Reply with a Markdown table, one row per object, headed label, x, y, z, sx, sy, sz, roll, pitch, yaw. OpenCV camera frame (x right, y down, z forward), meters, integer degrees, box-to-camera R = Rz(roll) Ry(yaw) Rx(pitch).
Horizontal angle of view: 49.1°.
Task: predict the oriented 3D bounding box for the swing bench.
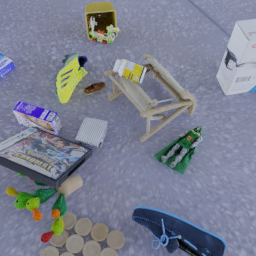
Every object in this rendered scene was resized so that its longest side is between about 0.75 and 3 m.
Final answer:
| label | x | y | z | sx | sy | sz | roll | pitch | yaw |
| --- | --- | --- | --- | --- | --- | --- | --- | --- | --- |
| swing bench | 0.847 | -1.284 | 10.217 | 2.474 | 1.605 | 2.461 | -29 | 59 | -17 |

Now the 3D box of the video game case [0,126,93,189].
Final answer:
| label | x | y | z | sx | sy | sz | roll | pitch | yaw |
| --- | --- | --- | --- | --- | --- | --- | --- | --- | --- |
| video game case | -2.698 | 0.800 | 8.858 | 2.476 | 0.316 | 2.238 | 19 | 24 | 13 |

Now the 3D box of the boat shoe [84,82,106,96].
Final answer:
| label | x | y | z | sx | sy | sz | roll | pitch | yaw |
| --- | --- | --- | --- | --- | --- | --- | --- | --- | --- |
| boat shoe | -1.325 | -1.625 | 11.211 | 0.953 | 0.322 | 0.343 | -27 | 60 | -17 |

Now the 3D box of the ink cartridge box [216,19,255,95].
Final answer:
| label | x | y | z | sx | sy | sz | roll | pitch | yaw |
| --- | --- | --- | --- | --- | --- | --- | --- | --- | --- |
| ink cartridge box | 4.716 | -2.633 | 10.452 | 1.957 | 2.697 | 1.129 | -9 | 56 | -6 |

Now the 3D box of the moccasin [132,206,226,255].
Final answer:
| label | x | y | z | sx | sy | sz | roll | pitch | yaw |
| --- | --- | --- | --- | --- | --- | --- | --- | --- | --- |
| moccasin | 1.309 | 2.946 | 7.559 | 2.661 | 1.071 | 0.907 | 19 | 62 | 11 |

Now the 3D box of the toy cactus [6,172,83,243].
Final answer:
| label | x | y | z | sx | sy | sz | roll | pitch | yaw |
| --- | --- | --- | --- | --- | --- | --- | --- | --- | --- |
| toy cactus | -2.311 | 2.039 | 8.364 | 2.055 | 1.273 | 2.490 | -18 | 44 | -37 |

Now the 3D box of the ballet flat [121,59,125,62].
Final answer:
| label | x | y | z | sx | sy | sz | roll | pitch | yaw |
| --- | --- | --- | --- | --- | --- | --- | --- | --- | --- |
| ballet flat | -0.226 | -2.707 | 11.969 | 0.290 | 0.291 | 0.868 | 10 | 56 | 7 |

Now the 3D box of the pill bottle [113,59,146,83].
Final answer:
| label | x | y | z | sx | sy | sz | roll | pitch | yaw |
| --- | --- | --- | --- | --- | --- | --- | --- | --- | --- |
| pill bottle | 0.055 | -1.938 | 9.443 | 1.031 | 0.578 | 0.578 | 20 | 57 | 0 |

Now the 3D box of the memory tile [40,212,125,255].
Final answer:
| label | x | y | z | sx | sy | sz | roll | pitch | yaw |
| --- | --- | --- | --- | --- | --- | --- | --- | --- | --- |
| memory tile | -1.254 | 3.365 | 7.906 | 2.065 | 0.173 | 1.583 | 17 | 57 | 12 |

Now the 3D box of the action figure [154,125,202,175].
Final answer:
| label | x | y | z | sx | sy | sz | roll | pitch | yaw |
| --- | --- | --- | --- | --- | --- | --- | --- | --- | --- |
| action figure | 1.956 | 0.570 | 9.626 | 1.184 | 0.548 | 2.005 | 34 | 59 | 24 |

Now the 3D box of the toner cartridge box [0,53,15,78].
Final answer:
| label | x | y | z | sx | sy | sz | roll | pitch | yaw |
| --- | --- | --- | --- | --- | --- | --- | --- | --- | --- |
| toner cartridge box | -5.755 | -2.319 | 11.631 | 0.894 | 0.406 | 1.882 | 32 | 61 | 20 |

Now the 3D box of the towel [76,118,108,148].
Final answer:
| label | x | y | z | sx | sy | sz | roll | pitch | yaw |
| --- | --- | --- | --- | --- | --- | --- | --- | --- | --- |
| towel | -1.244 | 0.196 | 9.904 | 0.901 | 0.466 | 1.089 | 12 | 55 | 6 |

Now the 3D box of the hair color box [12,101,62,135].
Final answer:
| label | x | y | z | sx | sy | sz | roll | pitch | yaw |
| --- | --- | --- | --- | --- | --- | --- | --- | --- | --- |
| hair color box | -3.212 | -0.332 | 10.004 | 1.577 | 0.862 | 0.511 | 16 | 56 | 11 |

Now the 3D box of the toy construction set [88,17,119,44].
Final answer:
| label | x | y | z | sx | sy | sz | roll | pitch | yaw |
| --- | --- | --- | --- | --- | --- | --- | --- | --- | --- |
| toy construction set | -1.163 | -4.341 | 12.621 | 1.519 | 0.996 | 0.700 | 25 | 56 | 5 |

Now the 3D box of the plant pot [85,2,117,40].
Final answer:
| label | x | y | z | sx | sy | sz | roll | pitch | yaw |
| --- | --- | --- | --- | --- | --- | --- | --- | --- | --- |
| plant pot | -1.283 | -5.145 | 13.044 | 1.370 | 1.361 | 1.402 | -7 | 51 | -4 |

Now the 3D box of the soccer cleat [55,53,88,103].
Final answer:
| label | x | y | z | sx | sy | sz | roll | pitch | yaw |
| --- | --- | --- | --- | --- | --- | --- | --- | --- | --- |
| soccer cleat | -2.206 | -2.070 | 11.203 | 1.064 | 0.822 | 2.543 | 2 | 55 | 5 |
